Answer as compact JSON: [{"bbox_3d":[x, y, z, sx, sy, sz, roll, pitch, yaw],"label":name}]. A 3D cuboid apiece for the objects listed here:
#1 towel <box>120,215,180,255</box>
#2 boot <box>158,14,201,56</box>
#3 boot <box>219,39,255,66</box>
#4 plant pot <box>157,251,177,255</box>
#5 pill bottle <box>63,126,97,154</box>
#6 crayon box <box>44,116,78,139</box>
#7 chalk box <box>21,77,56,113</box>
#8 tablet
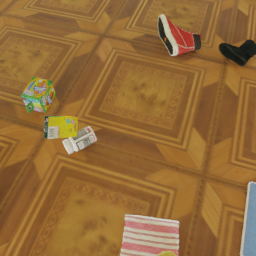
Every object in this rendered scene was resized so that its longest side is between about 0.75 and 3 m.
[{"bbox_3d":[0.615,3.691,7.980,1.714,0.350,2.342,6,56,3],"label":"towel"},{"bbox_3d":[2.467,-4.499,13.220,1.696,0.851,2.351,-15,66,-11],"label":"boot"},{"bbox_3d":[5.063,-3.612,12.725,1.515,0.578,1.273,41,69,16],"label":"boot"},{"bbox_3d":[0.828,4.235,6.240,2.369,2.354,2.424,-20,59,-5],"label":"plant pot"},{"bbox_3d":[-1.732,0.444,9.994,1.088,0.620,0.620,-28,61,-17],"label":"pill bottle"},{"bbox_3d":[-1.860,-0.028,7.808,0.952,0.604,0.242,-2,9,-45],"label":"crayon box"},{"bbox_3d":[-3.547,-1.193,10.970,0.837,0.843,1.351,13,58,9],"label":"chalk box"},{"bbox_3d":[4.388,2.979,8.564,1.637,0.172,2.516,16,57,11],"label":"tablet"}]
